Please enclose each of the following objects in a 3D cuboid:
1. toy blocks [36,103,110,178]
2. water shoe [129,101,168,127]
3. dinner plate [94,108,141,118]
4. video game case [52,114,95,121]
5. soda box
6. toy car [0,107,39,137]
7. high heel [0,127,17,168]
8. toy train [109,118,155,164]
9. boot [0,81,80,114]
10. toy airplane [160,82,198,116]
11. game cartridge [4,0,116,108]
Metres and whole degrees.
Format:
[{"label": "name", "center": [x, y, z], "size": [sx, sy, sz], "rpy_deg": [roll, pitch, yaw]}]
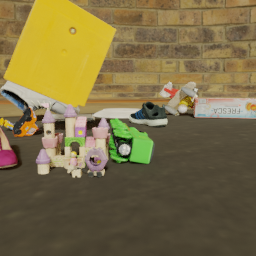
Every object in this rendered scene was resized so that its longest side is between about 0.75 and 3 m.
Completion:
[{"label": "toy blocks", "center": [-0.792, 0.112, 4.157], "size": [1.054, 0.950, 1.128], "rpy_deg": [1, 7, 1]}, {"label": "water shoe", "center": [0.708, -0.522, 9.654], "size": [0.728, 0.804, 2.037], "rpy_deg": [-4, 8, -29]}, {"label": "dinner plate", "center": [-0.216, -0.715, 13.200], "size": [2.886, 0.350, 2.886], "rpy_deg": [1, 9, 0]}, {"label": "video game case", "center": [-2.035, -0.390, 10.279], "size": [1.557, 0.179, 1.419], "rpy_deg": [-1, -1, -4]}, {"label": "soda box", "center": [4.235, -0.872, 12.184], "size": [2.700, 0.858, 0.923], "rpy_deg": [2, 7, 11]}, {"label": "toy car", "center": [-2.854, -0.190, 7.570], "size": [0.546, 0.806, 1.642], "rpy_deg": [35, -10, -38]}, {"label": "high heel", "center": [-2.091, 0.217, 4.413], "size": [0.472, 0.673, 1.401], "rpy_deg": [-6, 9, -39]}, {"label": "toy train", "center": [0.000, 0.194, 5.415], "size": [0.715, 0.529, 2.534], "rpy_deg": [9, 6, -6]}, {"label": "boot", "center": [-3.319, -0.923, 10.620], "size": [2.872, 1.056, 1.373], "rpy_deg": [31, 43, -10]}, {"label": "toy airplane", "center": [2.367, -1.306, 12.879], "size": [1.876, 1.330, 1.884], "rpy_deg": [-11, -30, 18]}, {"label": "game cartridge", "center": [-1.570, -1.809, 6.728], "size": [1.989, 2.257, 0.366], "rpy_deg": [23, 2, -28]}]
